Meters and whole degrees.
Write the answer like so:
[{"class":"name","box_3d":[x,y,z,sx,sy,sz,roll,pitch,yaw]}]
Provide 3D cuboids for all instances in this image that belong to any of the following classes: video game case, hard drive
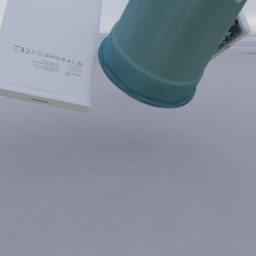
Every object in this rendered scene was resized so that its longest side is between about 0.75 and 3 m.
[{"class":"video game case","box_3d":[1.780,-2.711,6.865,0.254,2.176,1.978,-8,-15,-32]},{"class":"hard drive","box_3d":[-1.511,-1.793,5.537,1.823,2.764,0.369,11,-21,-19]}]

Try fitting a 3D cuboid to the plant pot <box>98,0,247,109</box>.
[{"class":"plant pot","box_3d":[0.821,-1.858,5.031,2.205,2.159,2.205,14,50,-17]}]
